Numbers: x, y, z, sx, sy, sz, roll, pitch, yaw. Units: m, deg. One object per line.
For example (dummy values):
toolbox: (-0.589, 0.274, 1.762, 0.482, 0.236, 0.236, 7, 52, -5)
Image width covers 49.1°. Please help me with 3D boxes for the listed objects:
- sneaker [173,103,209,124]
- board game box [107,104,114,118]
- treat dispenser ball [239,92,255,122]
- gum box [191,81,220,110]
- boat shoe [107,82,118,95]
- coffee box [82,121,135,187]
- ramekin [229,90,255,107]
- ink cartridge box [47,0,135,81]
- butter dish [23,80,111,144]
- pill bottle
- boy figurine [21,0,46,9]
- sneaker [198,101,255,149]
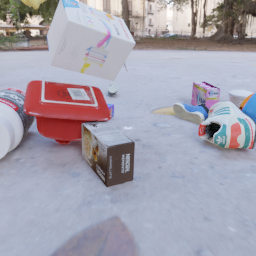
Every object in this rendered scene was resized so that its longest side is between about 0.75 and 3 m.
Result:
sneaker: (2.583, -0.677, 11.137, 0.859, 0.593, 1.544, -21, 32, -33)
board game box: (-1.677, -0.443, 10.610, 1.579, 0.526, 2.349, 7, 21, 18)
treat dispenser ball: (4.363, -0.408, 8.989, 1.580, 1.580, 1.580, 0, 20, 0)
gum box: (3.422, -1.421, 12.566, 0.616, 1.056, 1.862, -2, 20, -7)
boat shoe: (-0.840, -2.053, 15.182, 0.571, 0.472, 1.526, 14, 26, -9)
coffee box: (-0.561, 0.563, 7.071, 0.719, 1.031, 1.803, -8, 22, -25)
ramekin: (5.272, -1.203, 12.452, 1.565, 0.729, 1.565, -1, 19, 0)
ink cartridge box: (-1.047, -2.651, 8.625, 2.409, 1.509, 1.549, 8, 44, -32)
butter dish: (-1.872, -0.304, 8.422, 2.339, 1.734, 2.346, 3, 29, -18)
pill bottle: (-3.785, -0.180, 8.346, 1.576, 1.576, 2.767, -2, 20, -6)
boy figurine: (-2.607, -3.653, 7.759, 0.825, 0.428, 1.327, -10, 40, 0)
sneaker: (2.877, -0.173, 9.064, 1.401, 1.055, 2.997, -1, 20, -3)
